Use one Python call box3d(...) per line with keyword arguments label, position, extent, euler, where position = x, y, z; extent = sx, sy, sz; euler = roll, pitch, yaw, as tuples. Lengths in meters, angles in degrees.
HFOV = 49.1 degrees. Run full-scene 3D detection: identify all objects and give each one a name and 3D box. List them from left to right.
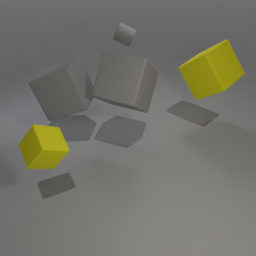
box3d(label="cube", position=(-1.869, 0.430, 6.217), extent=(0.700, 0.700, 0.700), euler=(8, 43, -50))
box3d(label="cube", position=(-2.045, -1.283, 9.067), extent=(1.400, 1.400, 1.400), euler=(-15, 25, 15))
box3d(label="cylinder", position=(-0.142, -3.663, 11.008), extent=(0.700, 0.700, 0.700), euler=(23, 28, -11))
box3d(label="cube", position=(-0.041, -1.367, 8.568), extent=(1.400, 1.400, 1.400), euler=(15, 1, 21))
box3d(label="cube", position=(2.983, -2.052, 10.047), extent=(1.400, 1.400, 1.400), euler=(-36, 10, -30))
